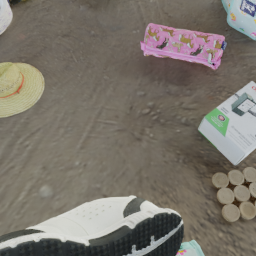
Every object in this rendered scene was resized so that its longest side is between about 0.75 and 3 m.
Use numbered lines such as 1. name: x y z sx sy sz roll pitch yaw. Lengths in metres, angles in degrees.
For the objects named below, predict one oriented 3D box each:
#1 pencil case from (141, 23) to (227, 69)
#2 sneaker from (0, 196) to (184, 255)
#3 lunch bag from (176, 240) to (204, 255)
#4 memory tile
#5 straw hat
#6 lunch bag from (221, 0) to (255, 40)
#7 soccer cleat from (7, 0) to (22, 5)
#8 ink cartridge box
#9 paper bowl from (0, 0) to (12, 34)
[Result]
1. pencil case: 1.724 -2.609 8.910 2.563 1.109 1.061 14 104 8
2. sneaker: -0.587 1.391 3.296 2.513 1.005 0.926 -2 100 -30
3. lunch bag: 0.596 3.786 4.980 2.512 1.798 2.949 -14 68 -7
4. memory tile: 3.056 1.625 7.092 1.660 0.139 1.272 -9 62 -6
5. straw hat: -3.670 -1.414 8.316 2.176 0.921 2.176 0 61 1
6. lunch bag: 4.195 -4.545 9.292 1.579 2.206 2.590 -6 62 2
7. soccer cleat: -4.036 -5.030 10.614 1.135 0.367 0.475 -30 61 -15
8. ink cartridge box: 3.178 -0.179 7.680 1.964 0.825 1.433 -35 67 -18
9. paper bowl: -4.901 -3.808 9.612 1.782 0.927 1.782 0 61 0
